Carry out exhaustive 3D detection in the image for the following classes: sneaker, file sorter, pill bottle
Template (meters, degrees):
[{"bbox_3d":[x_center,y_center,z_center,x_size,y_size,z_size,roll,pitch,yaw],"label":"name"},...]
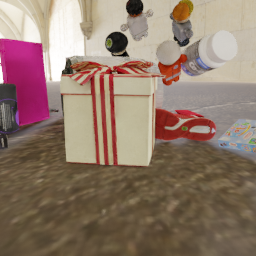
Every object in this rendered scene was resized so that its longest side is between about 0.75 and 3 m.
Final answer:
[{"bbox_3d":[1.298,-0.071,8.024,2.167,0.849,1.252,13,5,4],"label":"sneaker"},{"bbox_3d":[-4.245,-1.596,10.044,1.764,2.813,1.955,2,12,22],"label":"file sorter"},{"bbox_3d":[2.704,-2.527,9.640,1.149,1.149,2.020,-4,-1,-18],"label":"pill bottle"}]

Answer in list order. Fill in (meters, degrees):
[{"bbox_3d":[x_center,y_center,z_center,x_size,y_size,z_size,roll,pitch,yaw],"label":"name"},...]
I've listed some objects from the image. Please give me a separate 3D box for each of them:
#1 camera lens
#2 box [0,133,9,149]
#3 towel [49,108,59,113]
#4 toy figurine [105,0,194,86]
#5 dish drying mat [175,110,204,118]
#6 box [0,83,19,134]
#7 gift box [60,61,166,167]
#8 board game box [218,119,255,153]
[{"bbox_3d":[-0.604,-1.093,8.799,2.827,2.261,2.261,-3,12,-20],"label":"camera lens"},{"bbox_3d":[-4.107,0.368,6.483,1.489,0.376,2.083,11,15,42],"label":"box"},{"bbox_3d":[-4.125,-0.697,11.695,1.775,0.318,1.844,9,11,37],"label":"towel"},{"bbox_3d":[0.846,-3.220,10.103,2.888,2.843,2.009,16,-19,17],"label":"toy figurine"},{"bbox_3d":[2.506,-0.581,11.573,0.632,0.150,1.645,-2,11,-12],"label":"dish drying mat"},{"bbox_3d":[-4.525,-0.501,7.899,2.406,1.471,1.276,-11,16,-43],"label":"box"},{"bbox_3d":[-0.239,-0.397,6.019,2.031,2.055,2.201,0,11,4],"label":"gift box"},{"bbox_3d":[2.989,0.184,6.580,1.031,0.249,1.363,-36,25,-28],"label":"board game box"}]
